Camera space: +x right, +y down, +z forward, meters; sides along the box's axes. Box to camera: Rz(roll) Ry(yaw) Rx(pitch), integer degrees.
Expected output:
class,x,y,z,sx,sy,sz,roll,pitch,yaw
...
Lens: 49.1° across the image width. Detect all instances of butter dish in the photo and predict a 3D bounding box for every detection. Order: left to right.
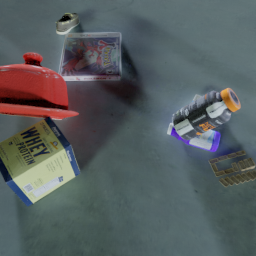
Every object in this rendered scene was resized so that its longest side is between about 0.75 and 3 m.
class,x,y,z,sx,sy,sz,roll,pitch,yaw
butter dish,-3.346,-1.471,9.643,2.996,2.987,2.214,5,90,4

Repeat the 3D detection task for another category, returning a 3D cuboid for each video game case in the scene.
class,x,y,z,sx,sy,sz,roll,pitch,yaw
video game case,-1.644,-3.303,12.682,2.683,0.338,2.944,-1,56,0

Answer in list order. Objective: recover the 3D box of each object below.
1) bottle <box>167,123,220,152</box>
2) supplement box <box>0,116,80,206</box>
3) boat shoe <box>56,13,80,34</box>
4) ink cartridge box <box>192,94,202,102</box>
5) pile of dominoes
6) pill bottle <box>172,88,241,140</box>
class,x,y,z,sx,sy,sz,roll,pitch,yaw
bottle,2.356,0.269,10.131,1.827,0.597,0.763,17,50,12
supplement box,-2.793,1.071,8.765,1.983,1.985,1.332,-31,62,-19
boat shoe,-2.908,-5.225,13.649,0.705,0.589,1.972,12,44,11
ink cartridge box,2.981,-0.755,10.916,1.049,0.442,0.766,24,60,15
pile of dominoes,3.671,1.435,9.681,1.443,0.230,1.125,-15,58,0
pill bottle,1.752,-0.333,6.278,0.755,1.421,0.755,29,45,-33
